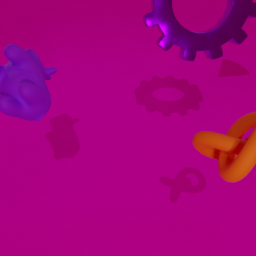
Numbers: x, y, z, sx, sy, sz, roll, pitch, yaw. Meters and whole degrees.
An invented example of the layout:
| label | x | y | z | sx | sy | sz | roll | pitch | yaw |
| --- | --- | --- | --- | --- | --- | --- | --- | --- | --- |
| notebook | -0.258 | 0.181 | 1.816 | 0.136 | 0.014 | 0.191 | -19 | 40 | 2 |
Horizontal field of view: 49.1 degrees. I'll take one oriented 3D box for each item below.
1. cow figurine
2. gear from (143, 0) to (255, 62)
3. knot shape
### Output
| label | x | y | z | sx | sy | sz | roll | pitch | yaw |
| --- | --- | --- | --- | --- | --- | --- | --- | --- | --- |
| cow figurine | -1.606 | -0.701 | 4.533 | 0.825 | 1.479 | 1.504 | -30 | 71 | 5 |
| gear | 1.265 | -2.220 | 4.881 | 2.026 | 2.026 | 0.375 | -1 | 20 | -1 |
| knot shape | 1.168 | 0.181 | 3.009 | 1.059 | 0.489 | 0.991 | -23 | 7 | -38 |
